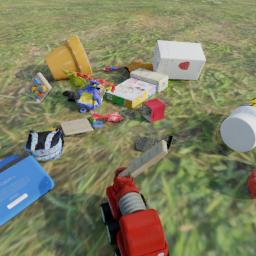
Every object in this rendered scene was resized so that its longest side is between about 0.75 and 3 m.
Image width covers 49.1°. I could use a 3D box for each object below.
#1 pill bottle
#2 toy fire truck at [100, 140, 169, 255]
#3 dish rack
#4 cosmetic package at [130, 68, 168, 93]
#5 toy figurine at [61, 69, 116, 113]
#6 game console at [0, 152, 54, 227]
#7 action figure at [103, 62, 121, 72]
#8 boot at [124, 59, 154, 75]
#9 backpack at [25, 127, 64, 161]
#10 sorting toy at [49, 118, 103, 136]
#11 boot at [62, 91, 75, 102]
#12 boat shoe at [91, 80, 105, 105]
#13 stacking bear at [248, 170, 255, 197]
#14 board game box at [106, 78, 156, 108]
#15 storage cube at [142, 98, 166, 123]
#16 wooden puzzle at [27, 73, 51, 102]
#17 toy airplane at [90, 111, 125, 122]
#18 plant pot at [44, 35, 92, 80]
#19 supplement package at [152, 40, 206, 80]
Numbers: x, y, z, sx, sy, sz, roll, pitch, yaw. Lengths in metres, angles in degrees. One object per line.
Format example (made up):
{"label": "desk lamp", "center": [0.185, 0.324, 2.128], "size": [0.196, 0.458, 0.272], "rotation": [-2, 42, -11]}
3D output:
{"label": "pill bottle", "center": [4.830, -0.271, 10.508], "size": [2.815, 1.609, 1.609], "rotation": [-26, 42, -34]}
{"label": "toy fire truck", "center": [0.284, 1.753, 6.631], "size": [1.630, 2.534, 2.230], "rotation": [-10, 35, -14]}
{"label": "dish rack", "center": [0.971, 0.572, 10.412], "size": [1.282, 0.350, 0.983], "rotation": [10, 34, 16]}
{"label": "cosmetic package", "center": [1.107, -2.548, 14.824], "size": [1.827, 0.668, 0.946], "rotation": [23, 40, 29]}
{"label": "toy figurine", "center": [-2.025, -1.505, 12.590], "size": [2.658, 1.593, 1.402], "rotation": [17, -4, 28]}
{"label": "game console", "center": [-3.911, 1.890, 8.525], "size": [2.092, 1.450, 2.450], "rotation": [47, 49, 9]}
{"label": "action figure", "center": [-1.000, -3.674, 16.675], "size": [1.081, 0.535, 0.353], "rotation": [-18, 37, -20]}
{"label": "boot", "center": [0.749, -3.319, 16.173], "size": [1.293, 0.636, 1.807], "rotation": [-35, 54, -24]}
{"label": "backpack", "center": [-2.839, 0.662, 9.570], "size": [1.245, 0.918, 1.364], "rotation": [-5, 24, -7]}
{"label": "sorting toy", "center": [-2.091, 0.010, 11.312], "size": [2.161, 0.294, 1.217], "rotation": [-10, 28, -20]}
{"label": "boot", "center": [-2.896, -1.533, 13.695], "size": [0.645, 0.257, 0.783], "rotation": [-6, 38, -6]}
{"label": "boat shoe", "center": [-1.553, -1.946, 13.919], "size": [0.782, 0.648, 2.176], "rotation": [1, 34, 1]}
{"label": "stacking bear", "center": [4.610, 1.460, 8.449], "size": [2.102, 1.276, 1.195], "rotation": [-17, 39, -10]}
{"label": "board game box", "center": [0.174, -1.772, 13.860], "size": [1.598, 0.421, 2.088], "rotation": [22, 40, 30]}
{"label": "storage cube", "center": [1.100, -0.774, 12.105], "size": [0.744, 0.708, 0.828], "rotation": [-17, 37, -25]}
{"label": "wooden puzzle", "center": [-3.428, -1.535, 10.685], "size": [0.809, 0.873, 0.202], "rotation": [53, 25, 7]}
{"label": "toy airplane", "center": [-0.881, -0.457, 11.892], "size": [1.567, 0.288, 1.567], "rotation": [10, 16, -3]}
{"label": "plant pot", "center": [-3.357, -3.646, 15.366], "size": [2.030, 2.217, 2.217], "rotation": [-24, 38, -8]}
{"label": "supplement package", "center": [2.705, -3.660, 15.241], "size": [2.448, 1.484, 1.466], "rotation": [1, 53, -8]}
